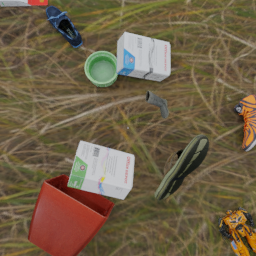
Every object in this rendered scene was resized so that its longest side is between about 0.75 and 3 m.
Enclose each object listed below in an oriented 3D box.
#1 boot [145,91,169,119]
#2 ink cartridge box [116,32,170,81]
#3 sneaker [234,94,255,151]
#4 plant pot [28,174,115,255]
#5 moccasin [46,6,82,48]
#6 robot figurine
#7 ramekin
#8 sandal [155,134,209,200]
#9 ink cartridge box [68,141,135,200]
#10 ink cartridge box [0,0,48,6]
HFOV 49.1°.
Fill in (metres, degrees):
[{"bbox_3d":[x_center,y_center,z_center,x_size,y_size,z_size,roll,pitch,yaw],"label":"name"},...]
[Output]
[{"bbox_3d":[0.949,-0.757,9.143,0.311,0.858,0.780,-27,57,35],"label":"boot"},{"bbox_3d":[0.580,-2.614,10.471,1.875,0.785,1.360,6,79,-22],"label":"ink cartridge box"},{"bbox_3d":[4.426,-0.279,10.421,1.244,0.862,2.221,29,71,9],"label":"sneaker"},{"bbox_3d":[-1.934,2.985,9.175,2.186,2.184,1.926,28,88,5],"label":"plant pot"},{"bbox_3d":[-2.505,-4.157,11.098,0.829,0.702,2.060,-44,83,-7],"label":"moccasin"},{"bbox_3d":[3.984,3.703,9.775,1.303,0.523,1.797,-26,81,-6],"label":"robot figurine"},{"bbox_3d":[-0.976,-2.216,10.779,1.315,0.642,1.315,0,80,0],"label":"ramekin"},{"bbox_3d":[1.582,1.254,9.178,2.768,1.099,0.790,-57,50,25],"label":"sandal"},{"bbox_3d":[-0.773,1.271,8.436,1.763,0.740,1.276,16,45,-9],"label":"ink cartridge box"},{"bbox_3d":[-4.324,-5.840,11.541,1.944,0.487,1.564,-1,80,1],"label":"ink cartridge box"}]
